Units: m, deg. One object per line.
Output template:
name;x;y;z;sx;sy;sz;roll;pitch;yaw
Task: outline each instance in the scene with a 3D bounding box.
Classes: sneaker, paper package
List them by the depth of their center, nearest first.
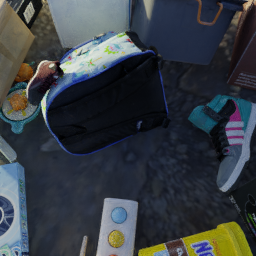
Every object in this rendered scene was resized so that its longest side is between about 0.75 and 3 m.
sneaker;-1.573;-0.911;5.426;0.584;0.382;1.010;-1;66;33
sneaker;2.206;0.153;6.945;1.579;1.094;2.616;24;60;5
paper package;-4.216;-1.935;7.459;2.511;1.363;2.634;6;66;22

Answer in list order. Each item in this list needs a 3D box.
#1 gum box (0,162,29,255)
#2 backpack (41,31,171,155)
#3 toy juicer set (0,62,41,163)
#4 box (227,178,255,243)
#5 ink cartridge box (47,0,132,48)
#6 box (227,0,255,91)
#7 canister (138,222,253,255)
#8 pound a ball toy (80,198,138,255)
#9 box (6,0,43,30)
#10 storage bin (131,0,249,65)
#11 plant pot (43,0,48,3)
gum box;-3.389;2.151;6.373;2.027;0.532;2.386;-11;66;-5
backpack;-0.677;-0.771;6.726;2.724;2.492;2.002;-27;47;-9
toy juicer set;-3.152;-0.708;7.516;1.812;0.775;2.848;21;68;11
box;3.728;2.069;5.565;1.738;2.077;2.796;-22;68;-10
ink cartridge box;-0.930;-4.162;8.352;2.124;2.115;2.896;4;66;2
box;4.374;-2.699;7.545;2.404;2.379;2.898;16;67;7
canister;1.439;3.032;5.774;2.178;0.943;1.618;-14;66;-5
pound a ball toy;-0.496;2.532;6.050;1.262;0.822;1.936;6;66;3
box;-3.825;-3.810;8.802;1.608;1.014;1.636;14;66;6
storage bin;1.432;-2.749;7.349;2.787;1.872;2.028;0;35;-23
plant pot;-2.628;-5.080;9.429;1.056;0.936;1.057;-27;68;-12
